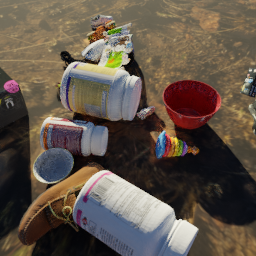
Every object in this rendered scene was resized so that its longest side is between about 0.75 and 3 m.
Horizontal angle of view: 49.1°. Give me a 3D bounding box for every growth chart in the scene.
[{"bbox_3d":[-0.582,-3.456,12.385,1.997,0.245,2.760,-9,60,37],"label":"growth chart"}]

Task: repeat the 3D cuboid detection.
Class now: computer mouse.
[{"bbox_3d":[-1.655,-3.659,13.298,2.845,0.624,1.560,-34,54,-27],"label":"computer mouse"}]

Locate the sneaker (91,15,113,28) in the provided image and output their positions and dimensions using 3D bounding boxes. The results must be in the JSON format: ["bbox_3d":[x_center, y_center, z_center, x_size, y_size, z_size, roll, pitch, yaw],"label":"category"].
[{"bbox_3d":[-1.429,-6.005,15.533,1.417,0.571,0.541,-30,52,-27],"label":"sneaker"}]

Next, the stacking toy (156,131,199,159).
[{"bbox_3d":[1.675,0.653,9.298,1.412,0.775,0.820,9,65,-6],"label":"stacking toy"}]

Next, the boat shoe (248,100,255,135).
[{"bbox_3d":[4.862,0.046,9.844,0.900,0.847,2.506,26,50,-33],"label":"boat shoe"}]

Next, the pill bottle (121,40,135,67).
[{"bbox_3d":[-0.192,-3.705,13.121,0.934,0.934,1.669,-2,47,-2],"label":"pill bottle"}]

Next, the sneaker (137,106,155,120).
[{"bbox_3d":[0.698,-0.643,10.732,0.800,0.306,0.322,-31,45,-28],"label":"sneaker"}]

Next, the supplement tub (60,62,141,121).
[{"bbox_3d":[-0.943,-1.301,10.239,2.559,1.860,1.860,13,48,12],"label":"supplement tub"}]

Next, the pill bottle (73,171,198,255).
[{"bbox_3d":[0.170,2.376,6.994,2.812,1.594,1.594,26,52,23],"label":"pill bottle"}]

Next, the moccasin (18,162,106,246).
[{"bbox_3d":[-1.610,2.120,7.708,1.133,1.074,2.936,28,43,35],"label":"moccasin"}]

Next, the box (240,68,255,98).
[{"bbox_3d":[3.381,-1.241,7.630,0.214,0.740,0.932,18,15,6],"label":"box"}]

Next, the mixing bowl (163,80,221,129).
[{"bbox_3d":[2.236,-0.716,10.226,2.039,1.104,2.039,0,48,0],"label":"mixing bowl"}]

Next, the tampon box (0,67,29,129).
[{"bbox_3d":[-5.229,-1.237,10.444,1.775,1.495,2.368,-35,56,-28],"label":"tampon box"}]

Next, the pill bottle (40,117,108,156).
[{"bbox_3d":[-1.732,0.314,9.232,2.006,1.145,1.145,7,47,8],"label":"pill bottle"}]

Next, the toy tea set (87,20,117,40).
[{"bbox_3d":[-1.162,-4.998,14.685,1.171,0.729,1.969,7,43,49],"label":"toy tea set"}]

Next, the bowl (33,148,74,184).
[{"bbox_3d":[-2.240,1.279,8.684,1.237,0.581,1.237,-2,52,3],"label":"bowl"}]

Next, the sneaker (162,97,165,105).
[{"bbox_3d":[1.848,-1.170,11.165,0.910,0.340,0.484,-7,50,-5],"label":"sneaker"}]

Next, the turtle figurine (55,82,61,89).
[{"bbox_3d":[-2.618,-1.739,11.720,0.783,0.313,0.971,7,47,6],"label":"turtle figurine"}]
